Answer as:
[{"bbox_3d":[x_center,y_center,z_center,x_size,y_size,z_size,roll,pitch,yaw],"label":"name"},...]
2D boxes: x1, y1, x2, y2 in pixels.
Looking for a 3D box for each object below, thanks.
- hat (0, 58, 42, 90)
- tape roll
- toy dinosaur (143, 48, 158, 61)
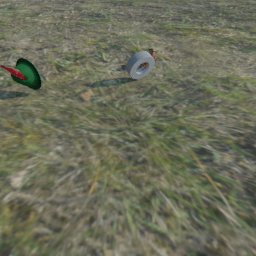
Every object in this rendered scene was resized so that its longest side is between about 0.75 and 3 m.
[{"bbox_3d":[-3.601,-1.558,8.966,1.091,1.317,1.159,0,34,35],"label":"hat"},{"bbox_3d":[0.450,-2.292,10.244,1.051,1.051,0.347,-19,61,-26],"label":"tape roll"},{"bbox_3d":[0.999,-2.972,11.674,0.780,0.494,1.150,10,7,31],"label":"toy dinosaur"}]
